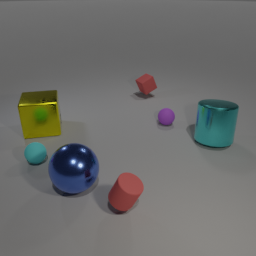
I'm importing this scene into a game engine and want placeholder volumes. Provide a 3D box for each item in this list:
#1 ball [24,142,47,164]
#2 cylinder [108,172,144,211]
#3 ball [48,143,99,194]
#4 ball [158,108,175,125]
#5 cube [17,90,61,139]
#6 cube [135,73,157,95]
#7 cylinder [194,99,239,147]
[{"bbox_3d":[-3.019,0.814,9.143,0.700,0.700,0.700,0,28,0],"label":"ball"},{"bbox_3d":[-0.057,1.605,7.059,0.700,0.700,0.700,19,34,-14],"label":"cylinder"},{"bbox_3d":[-1.505,1.118,7.834,1.400,1.400,1.400,0,28,0],"label":"ball"},{"bbox_3d":[1.581,-0.473,11.550,0.700,0.700,0.700,0,28,0],"label":"ball"},{"bbox_3d":[-3.408,-0.567,10.993,1.400,1.400,1.400,-6,29,-11],"label":"cube"},{"bbox_3d":[0.920,-2.218,14.086,0.700,0.700,0.700,-34,34,-11],"label":"cube"},{"bbox_3d":[3.172,-0.211,10.128,1.400,1.400,1.400,2,19,-1],"label":"cylinder"}]
